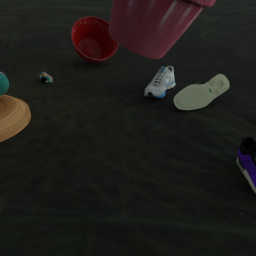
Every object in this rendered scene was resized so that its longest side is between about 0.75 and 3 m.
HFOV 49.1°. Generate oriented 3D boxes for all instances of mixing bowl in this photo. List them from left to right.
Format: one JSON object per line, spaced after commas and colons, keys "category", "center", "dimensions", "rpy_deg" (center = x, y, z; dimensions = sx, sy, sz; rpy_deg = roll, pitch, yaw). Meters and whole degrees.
{"category": "mixing bowl", "center": [-1.596, -3.768, 12.573], "dimensions": [2.094, 2.094, 1.134], "rpy_deg": [-15, -7, -25]}

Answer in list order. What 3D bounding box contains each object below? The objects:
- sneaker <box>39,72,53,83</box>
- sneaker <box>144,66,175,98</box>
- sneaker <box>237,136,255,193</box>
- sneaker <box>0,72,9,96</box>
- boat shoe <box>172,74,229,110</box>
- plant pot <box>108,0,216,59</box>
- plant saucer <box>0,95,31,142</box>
{"category": "sneaker", "center": [-3.202, -1.908, 10.616], "dimensions": [0.327, 0.292, 0.818], "rpy_deg": [-21, 37, -39]}
{"category": "sneaker", "center": [1.100, -1.644, 9.639], "dimensions": [0.720, 0.833, 1.922], "rpy_deg": [15, 34, 21]}
{"category": "sneaker", "center": [2.626, 0.718, 5.445], "dimensions": [0.579, 0.828, 1.664], "rpy_deg": [-10, 29, -6]}
{"category": "sneaker", "center": [-4.367, -0.738, 7.203], "dimensions": [2.822, 1.007, 1.128], "rpy_deg": [-24, 47, -35]}
{"category": "boat shoe", "center": [2.241, -1.036, 8.894], "dimensions": [2.169, 0.779, 0.733], "rpy_deg": [-25, -1, -25]}
{"category": "plant pot", "center": [0.773, -3.531, 7.788], "dimensions": [2.907, 2.602, 2.907], "rpy_deg": [20, 34, -14]}
{"category": "plant saucer", "center": [-4.163, -0.313, 7.697], "dimensions": [2.799, 0.452, 2.799], "rpy_deg": [0, 29, 0]}
